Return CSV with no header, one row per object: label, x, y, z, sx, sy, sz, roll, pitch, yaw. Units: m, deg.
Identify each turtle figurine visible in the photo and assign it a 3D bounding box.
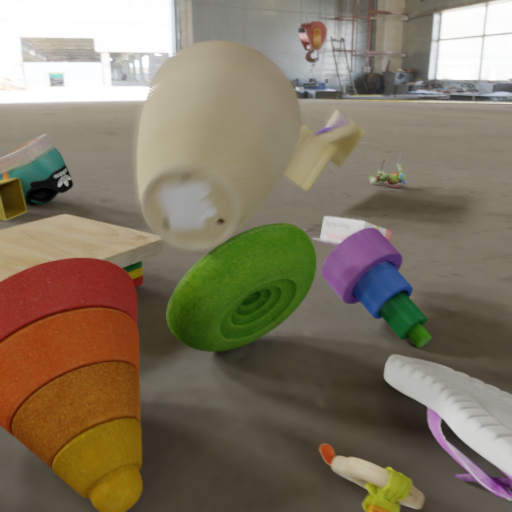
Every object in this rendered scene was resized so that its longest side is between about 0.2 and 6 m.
turtle figurine,3.020,-1.964,12.881,0.852,0.878,0.632,-12,35,54

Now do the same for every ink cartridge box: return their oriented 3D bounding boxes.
ink cartridge box,1.142,-0.241,6.603,0.557,0.323,0.957,10,1,36

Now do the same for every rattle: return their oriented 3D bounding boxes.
rattle,0.626,1.552,3.553,0.507,0.556,0.778,25,-18,-39

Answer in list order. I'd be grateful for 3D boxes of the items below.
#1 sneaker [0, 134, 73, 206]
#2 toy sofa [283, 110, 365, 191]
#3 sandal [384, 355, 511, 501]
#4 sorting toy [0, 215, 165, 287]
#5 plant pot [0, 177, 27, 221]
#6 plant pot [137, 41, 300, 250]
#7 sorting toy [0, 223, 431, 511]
sneaker,-4.773,-1.495,11.349,2.977,1.190,1.063,-6,31,45
toy sofa,1.232,-2.354,11.611,1.219,1.035,2.499,39,32,8
sandal,1.568,1.262,3.831,0.947,0.572,2.328,13,5,-8
sorting toy,-2.460,0.176,6.676,1.992,0.693,1.980,13,23,34
plant pot,-4.806,-1.037,10.358,0.703,0.687,0.682,-2,18,13
plant pot,-0.416,-0.816,4.750,1.492,1.492,1.593,2,38,7
sorting toy,-0.018,0.792,4.694,4.423,1.534,1.523,-11,51,-36
